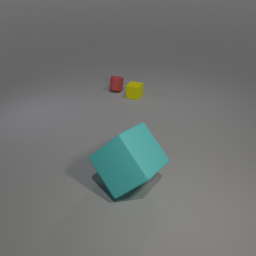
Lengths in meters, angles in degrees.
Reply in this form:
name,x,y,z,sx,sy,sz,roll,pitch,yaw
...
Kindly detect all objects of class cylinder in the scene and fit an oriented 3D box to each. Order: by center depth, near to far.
name,x,y,z,sx,sy,sz,roll,pitch,yaw
cylinder,-0.626,-2.410,15.124,0.700,0.700,0.700,9,18,-3

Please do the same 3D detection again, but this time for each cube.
name,x,y,z,sx,sy,sz,roll,pitch,yaw
cube,0.047,0.899,8.034,1.400,1.400,1.400,56,34,5
cube,0.342,-1.933,14.449,0.700,0.700,0.700,12,32,19
